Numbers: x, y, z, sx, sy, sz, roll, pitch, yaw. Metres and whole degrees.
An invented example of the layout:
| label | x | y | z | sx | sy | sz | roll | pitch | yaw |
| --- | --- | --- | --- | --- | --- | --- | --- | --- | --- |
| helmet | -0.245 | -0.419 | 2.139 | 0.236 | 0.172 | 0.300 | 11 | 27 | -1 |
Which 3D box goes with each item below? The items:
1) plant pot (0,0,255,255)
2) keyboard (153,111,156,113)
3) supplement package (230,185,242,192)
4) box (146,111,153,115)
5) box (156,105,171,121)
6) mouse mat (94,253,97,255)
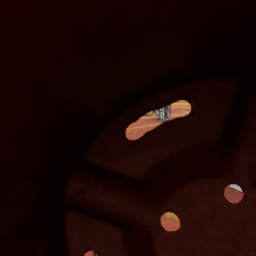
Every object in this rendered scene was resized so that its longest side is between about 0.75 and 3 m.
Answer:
| label | x | y | z | sx | sy | sz | roll | pitch | yaw |
| --- | --- | --- | --- | --- | --- | --- | --- | --- | --- |
| plant pot | 0.303 | 0.595 | 0.389 | 2.444 | 2.444 | 2.377 | 1 | 1 | 7 |
| keyboard | 1.075 | -1.030 | 17.442 | 1.262 | 0.162 | 0.758 | -2 | 9 | -5 |
| supplement package | 2.574 | 0.424 | 4.955 | 1.904 | 1.056 | 1.483 | -5 | 10 | -24 |
| box | 0.932 | -0.894 | 16.214 | 0.645 | 0.266 | 1.100 | -6 | 12 | -32 |
| box | 1.721 | -0.890 | 13.741 | 0.315 | 1.000 | 1.268 | -2 | 10 | -14 |
| mouse mat | 0.048 | 1.276 | 2.827 | 0.777 | 0.036 | 0.965 | -2 | 8 | -11 |
